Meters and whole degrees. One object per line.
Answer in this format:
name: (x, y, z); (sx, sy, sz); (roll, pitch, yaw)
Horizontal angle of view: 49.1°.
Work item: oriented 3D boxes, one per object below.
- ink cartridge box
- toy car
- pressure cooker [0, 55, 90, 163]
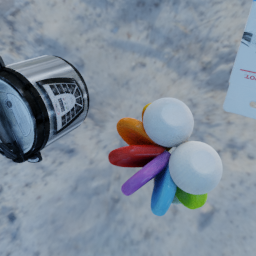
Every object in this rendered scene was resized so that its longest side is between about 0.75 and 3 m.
ink cartridge box: (3.049, -1.469, 5.708); (1.561, 0.913, 2.691); (18, 100, 17)
toy car: (0.508, 0.624, 5.143); (1.598, 1.865, 2.131); (-24, 74, -18)
pressure cooker: (-1.499, -0.299, 4.221); (1.362, 1.549, 1.383); (39, 127, 10)
